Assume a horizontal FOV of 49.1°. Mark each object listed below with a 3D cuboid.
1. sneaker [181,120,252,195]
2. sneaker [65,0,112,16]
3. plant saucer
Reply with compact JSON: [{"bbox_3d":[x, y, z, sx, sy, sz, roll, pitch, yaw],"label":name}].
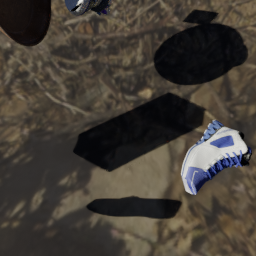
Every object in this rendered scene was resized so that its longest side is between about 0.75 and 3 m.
[{"bbox_3d":[1.831,0.566,5.513,0.991,0.693,1.717,16,55,39],"label":"sneaker"},{"bbox_3d":[-0.778,-3.002,6.593,0.729,1.324,1.809,-23,56,27],"label":"sneaker"},{"bbox_3d":[-2.408,-2.938,5.881,0.437,2.389,2.389,1,66,15],"label":"plant saucer"}]
